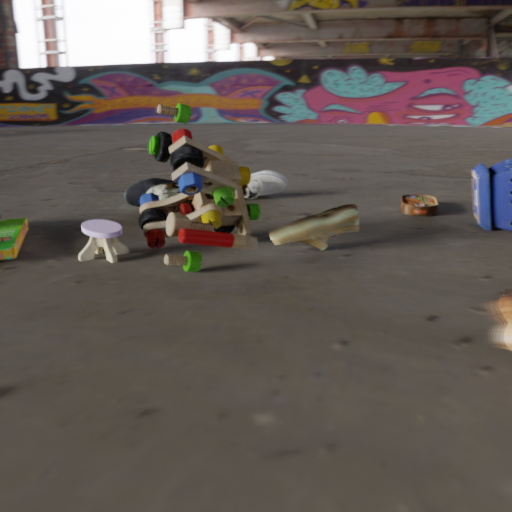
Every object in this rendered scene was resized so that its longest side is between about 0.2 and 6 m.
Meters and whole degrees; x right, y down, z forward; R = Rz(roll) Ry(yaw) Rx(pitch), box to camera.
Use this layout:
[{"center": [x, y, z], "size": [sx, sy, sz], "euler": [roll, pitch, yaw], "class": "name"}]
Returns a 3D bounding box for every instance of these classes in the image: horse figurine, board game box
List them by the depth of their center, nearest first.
[{"center": [2.948, 0.838, 5.824], "size": [0.952, 0.359, 1.437], "euler": [18, -14, 23], "class": "horse figurine"}, {"center": [-5.026, -0.290, 10.504], "size": [1.169, 0.367, 2.448], "euler": [-6, 15, -15], "class": "board game box"}]

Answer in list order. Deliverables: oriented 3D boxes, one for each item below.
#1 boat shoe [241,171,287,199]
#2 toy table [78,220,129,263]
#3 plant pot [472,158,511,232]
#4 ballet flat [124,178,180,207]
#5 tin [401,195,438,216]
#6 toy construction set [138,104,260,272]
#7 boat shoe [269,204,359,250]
[{"center": [-0.174, -1.839, 15.258], "size": [2.112, 0.749, 0.737], "euler": [1, 43, -10], "class": "boat shoe"}, {"center": [-2.728, -0.261, 9.987], "size": [0.915, 0.583, 0.996], "euler": [-7, 19, -24], "class": "toy table"}, {"center": [5.412, -1.315, 12.049], "size": [1.353, 1.504, 1.504], "euler": [-3, 16, 17], "class": "plant pot"}, {"center": [-2.276, -1.611, 14.285], "size": [2.124, 0.776, 0.776], "euler": [-11, 20, -40], "class": "ballet flat"}, {"center": [4.011, -1.251, 13.795], "size": [0.850, 0.318, 1.519], "euler": [0, 16, 14], "class": "tin"}, {"center": [-0.661, -0.887, 10.058], "size": [2.286, 2.481, 2.975], "euler": [5, 34, -27], "class": "toy construction set"}, {"center": [1.133, -0.413, 10.351], "size": [1.760, 0.670, 0.631], "euler": [-17, 11, -11], "class": "boat shoe"}]
